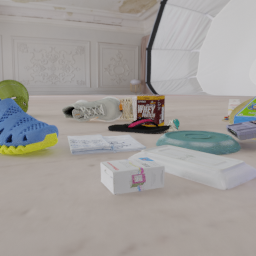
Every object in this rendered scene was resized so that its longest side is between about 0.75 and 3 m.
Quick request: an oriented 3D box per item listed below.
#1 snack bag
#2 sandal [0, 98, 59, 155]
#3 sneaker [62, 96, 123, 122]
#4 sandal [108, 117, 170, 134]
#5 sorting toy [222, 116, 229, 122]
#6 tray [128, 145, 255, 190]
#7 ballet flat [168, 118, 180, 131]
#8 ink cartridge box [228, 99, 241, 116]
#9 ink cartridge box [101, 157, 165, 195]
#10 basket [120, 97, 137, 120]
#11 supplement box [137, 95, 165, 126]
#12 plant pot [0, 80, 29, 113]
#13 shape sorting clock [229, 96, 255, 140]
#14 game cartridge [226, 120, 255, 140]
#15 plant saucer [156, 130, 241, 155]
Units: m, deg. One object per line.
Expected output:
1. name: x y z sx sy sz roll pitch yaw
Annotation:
1. snack bag: -0.555 0.343 6.772 1.739 0.186 1.640 -2 8 -13
2. sandal: -2.748 -0.107 6.414 2.801 1.220 1.113 7 9 29
3. sneaker: -1.477 -0.624 11.179 2.727 1.032 1.255 -3 13 36
4. sandal: 0.311 -0.112 8.896 2.010 0.453 0.755 3 9 17
5. sorting toy: 4.369 -0.377 11.402 0.699 0.245 1.450 -5 10 -30
6. tray: 1.085 0.588 4.980 1.145 0.237 2.133 -8 12 -39
7. ballet flat: 1.478 -0.065 9.226 0.415 0.415 1.155 2 6 16
8. ink cartridge box: 4.676 -0.832 12.327 0.504 0.865 0.292 3 8 21
9. ink cartridge box: 0.050 0.671 4.061 0.787 0.333 0.569 -2 9 -23
10. basket: 0.308 -0.893 12.332 0.913 1.004 1.480 2 9 27
11. supplement box: 0.825 -0.610 10.008 0.733 1.104 1.089 3 9 21
12. plant pot: -5.375 -1.207 13.084 1.786 1.786 1.696 -5 23 -31
13. shape sorting clock: 4.380 -0.411 7.878 2.933 0.575 2.933 -15 21 6
14. game cartridge: 2.994 0.007 6.773 0.936 0.277 1.444 -14 5 10
15. plant saucer: 1.679 0.303 6.797 1.991 0.273 1.991 1 9 0
